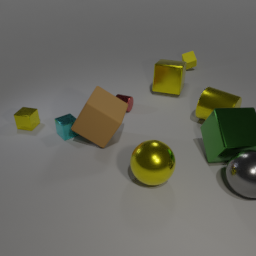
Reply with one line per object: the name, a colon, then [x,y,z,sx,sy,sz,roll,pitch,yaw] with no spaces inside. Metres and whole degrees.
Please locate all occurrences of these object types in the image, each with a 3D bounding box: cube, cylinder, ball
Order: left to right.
cube: [-4.152,-0.379,11.548,0.700,0.700,0.700,8,33,12]
cube: [-2.386,-0.049,11.033,0.700,0.700,0.700,-23,39,-31]
cube: [-1.023,-0.421,10.373,1.400,1.400,1.400,31,34,-9]
cylinder: [-0.194,-1.145,12.734,0.700,0.700,0.700,13,35,20]
ball: [0.764,1.057,8.634,1.400,1.400,1.400,0,33,0]
cube: [2.116,-2.621,14.218,1.400,1.400,1.400,10,26,15]
cube: [3.660,-4.042,16.717,0.700,0.700,0.700,-17,67,7]
cylinder: [3.729,-0.838,11.553,1.400,1.400,1.400,25,40,28]
cube: [3.431,0.257,9.350,1.400,1.400,1.400,-2,64,-8]
ball: [3.618,1.334,8.226,1.400,1.400,1.400,0,33,0]
